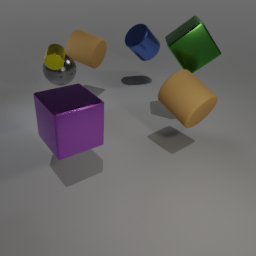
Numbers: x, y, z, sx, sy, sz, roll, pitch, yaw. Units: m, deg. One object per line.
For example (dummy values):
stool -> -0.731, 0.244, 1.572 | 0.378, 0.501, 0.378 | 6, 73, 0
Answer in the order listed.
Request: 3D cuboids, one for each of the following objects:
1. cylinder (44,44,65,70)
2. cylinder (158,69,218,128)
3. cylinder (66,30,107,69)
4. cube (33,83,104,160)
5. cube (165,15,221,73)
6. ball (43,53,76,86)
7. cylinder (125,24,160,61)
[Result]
cylinder -> -2.713, -2.648, 10.416 | 0.700, 0.700, 0.700 | -2, 47, -3
cylinder -> 1.939, -0.957, 9.188 | 1.400, 1.400, 1.400 | -23, 60, -34
cylinder -> -1.926, -3.675, 13.054 | 1.400, 1.400, 1.400 | 25, 36, 13
cube -> -1.603, -0.228, 7.698 | 1.400, 1.400, 1.400 | -19, 39, -32
cube -> 2.389, -3.095, 10.470 | 1.400, 1.400, 1.400 | -33, 24, 20
ball -> -2.910, -2.514, 11.929 | 1.400, 1.400, 1.400 | 0, 30, 0
cylinder -> 0.768, -4.489, 14.754 | 1.400, 1.400, 1.400 | 29, -1, 40
